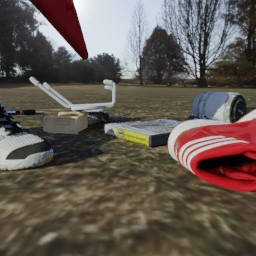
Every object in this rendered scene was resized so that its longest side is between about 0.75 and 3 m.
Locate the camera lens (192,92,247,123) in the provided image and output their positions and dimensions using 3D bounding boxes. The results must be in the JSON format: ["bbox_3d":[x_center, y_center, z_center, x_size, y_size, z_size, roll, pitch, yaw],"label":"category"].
[{"bbox_3d":[2.684,-0.523,8.211,1.047,1.047,1.309,-9,12,-41],"label":"camera lens"}]

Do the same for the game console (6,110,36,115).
[{"bbox_3d":[-4.504,-0.635,11.471,1.367,0.165,0.806,-4,10,-19],"label":"game console"}]

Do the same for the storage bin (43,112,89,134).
[{"bbox_3d":[-1.724,-0.167,7.886,0.990,0.467,0.997,2,10,8],"label":"storage bin"}]

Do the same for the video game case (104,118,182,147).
[{"bbox_3d":[0.788,0.045,7.204,2.170,0.277,1.961,-7,12,-34],"label":"video game case"}]

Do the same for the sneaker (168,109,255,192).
[{"bbox_3d":[2.059,0.350,4.108,2.673,1.047,1.544,-13,19,-2],"label":"sneaker"}]

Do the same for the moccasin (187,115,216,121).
[{"bbox_3d":[2.058,-0.172,7.700,0.500,0.424,1.243,19,-3,-38],"label":"moccasin"}]

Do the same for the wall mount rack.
[{"bbox_3d":[-1.517,-0.960,8.347,2.307,0.990,2.656,-1,3,-4],"label":"wall mount rack"}]

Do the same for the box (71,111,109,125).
[{"bbox_3d":[-1.468,-0.340,9.236,1.397,0.338,1.106,-5,11,-24],"label":"box"}]

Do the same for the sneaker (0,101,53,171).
[{"bbox_3d":[-2.416,-0.034,4.889,2.525,1.107,0.955,13,11,20],"label":"sneaker"}]

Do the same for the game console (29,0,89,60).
[{"bbox_3d":[-2.160,-2.530,4.899,2.480,1.708,2.878,-10,53,-12],"label":"game console"}]
